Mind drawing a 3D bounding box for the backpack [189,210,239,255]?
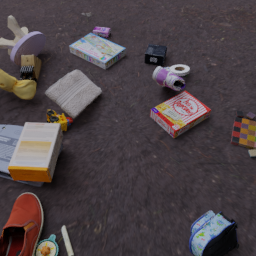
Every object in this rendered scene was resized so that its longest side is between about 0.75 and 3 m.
[{"bbox_3d":[2.220,2.972,7.546,1.253,1.147,0.921,-29,33,-21],"label":"backpack"}]

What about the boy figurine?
[{"bbox_3d":[-5.036,-2.033,11.310,2.742,1.705,0.883,24,76,0],"label":"boy figurine"}]

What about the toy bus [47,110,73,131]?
[{"bbox_3d":[-2.638,-0.300,10.812,0.897,0.634,0.934,-12,45,-28],"label":"toy bus"}]

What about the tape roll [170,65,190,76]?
[{"bbox_3d":[2.351,-2.636,12.779,0.918,0.168,0.918,-4,37,3],"label":"tape roll"}]

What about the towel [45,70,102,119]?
[{"bbox_3d":[-2.077,-1.440,11.223,1.516,0.394,2.287,41,41,-6],"label":"towel"}]

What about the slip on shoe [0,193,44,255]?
[{"bbox_3d":[-2.956,2.781,7.660,1.020,0.843,2.754,-11,35,0],"label":"slip on shoe"}]

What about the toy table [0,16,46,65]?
[{"bbox_3d":[-5.138,-4.068,13.309,1.332,2.091,2.274,31,35,6],"label":"toy table"}]

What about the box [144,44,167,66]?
[{"bbox_3d":[1.358,-3.594,13.705,0.943,0.585,0.927,11,49,10],"label":"box"}]

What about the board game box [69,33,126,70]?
[{"bbox_3d":[-1.525,-3.918,14.112,2.392,0.409,1.608,31,55,24],"label":"board game box"}]

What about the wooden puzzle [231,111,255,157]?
[{"bbox_3d":[4.654,0.222,10.598,1.339,0.159,2.258,16,50,14],"label":"wooden puzzle"}]

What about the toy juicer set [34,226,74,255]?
[{"bbox_3d":[-2.089,3.464,7.525,1.623,0.442,1.032,-36,57,-28],"label":"toy juicer set"}]

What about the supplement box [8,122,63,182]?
[{"bbox_3d":[-2.918,0.744,9.073,1.216,0.709,1.929,3,48,2],"label":"supplement box"}]

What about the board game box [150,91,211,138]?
[{"bbox_3d":[2.068,-0.585,11.117,1.918,0.444,1.453,-29,55,-24],"label":"board game box"}]

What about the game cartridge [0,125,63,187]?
[{"bbox_3d":[-3.904,0.828,9.821,2.959,0.599,1.973,13,53,11],"label":"game cartridge"}]

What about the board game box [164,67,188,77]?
[{"bbox_3d":[2.232,-2.634,13.131,0.978,0.169,0.662,-10,49,-8],"label":"board game box"}]

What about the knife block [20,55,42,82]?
[{"bbox_3d":[-4.430,-2.476,12.827,0.580,1.591,1.812,-2,3,-3],"label":"knife block"}]

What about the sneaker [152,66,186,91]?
[{"bbox_3d":[1.848,-1.888,11.632,1.222,0.777,2.143,31,16,17],"label":"sneaker"}]

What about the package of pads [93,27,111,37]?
[{"bbox_3d":[-1.433,-5.268,15.362,0.906,0.343,0.546,9,46,8],"label":"package of pads"}]
